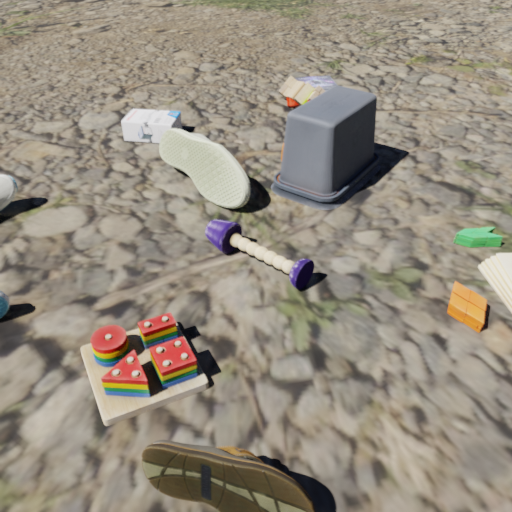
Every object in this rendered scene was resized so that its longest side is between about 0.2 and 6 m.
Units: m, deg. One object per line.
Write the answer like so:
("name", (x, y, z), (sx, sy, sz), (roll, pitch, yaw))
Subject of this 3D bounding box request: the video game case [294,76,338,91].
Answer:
("video game case", (1.700, -4.601, 15.274), (1.047, 0.139, 1.466), (-6, 36, -8))

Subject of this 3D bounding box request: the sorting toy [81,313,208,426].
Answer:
("sorting toy", (-1.440, 1.279, 6.995), (1.294, 0.453, 1.302), (-16, 40, -21))

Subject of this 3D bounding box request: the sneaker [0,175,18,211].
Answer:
("sneaker", (-4.975, -0.911, 9.635), (1.745, 0.667, 0.705), (-27, 12, -20))

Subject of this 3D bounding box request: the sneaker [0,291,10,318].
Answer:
("sneaker", (-4.349, 0.525, 7.847), (1.705, 0.678, 1.113), (-9, 39, -14))

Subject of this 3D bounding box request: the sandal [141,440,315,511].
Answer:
("sandal", (-0.272, 2.249, 5.635), (1.859, 0.759, 0.507), (8, 15, 22))

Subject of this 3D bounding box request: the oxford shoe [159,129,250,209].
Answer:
("oxford shoe", (-0.889, -1.743, 10.791), (0.782, 1.019, 2.709), (4, 26, -45))

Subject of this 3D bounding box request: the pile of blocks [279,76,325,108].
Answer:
("pile of blocks", (1.224, -3.838, 13.953), (0.676, 0.893, 2.174), (-50, 33, 6))

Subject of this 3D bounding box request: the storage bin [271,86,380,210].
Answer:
("storage bin", (1.349, -2.241, 10.847), (1.722, 1.589, 2.366), (23, 41, 28))

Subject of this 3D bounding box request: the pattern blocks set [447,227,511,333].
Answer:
("pattern blocks set", (4.460, 0.617, 8.018), (3.421, 0.315, 3.892), (-10, 37, -13))

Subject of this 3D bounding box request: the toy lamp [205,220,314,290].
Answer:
("toy lamp", (-0.013, -0.073, 8.781), (1.900, 0.553, 0.553), (28, 45, 31))

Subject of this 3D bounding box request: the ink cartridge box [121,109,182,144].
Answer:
("ink cartridge box", (-2.350, -2.950, 12.712), (1.154, 0.496, 0.845), (4, 36, 8))
